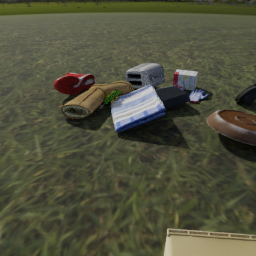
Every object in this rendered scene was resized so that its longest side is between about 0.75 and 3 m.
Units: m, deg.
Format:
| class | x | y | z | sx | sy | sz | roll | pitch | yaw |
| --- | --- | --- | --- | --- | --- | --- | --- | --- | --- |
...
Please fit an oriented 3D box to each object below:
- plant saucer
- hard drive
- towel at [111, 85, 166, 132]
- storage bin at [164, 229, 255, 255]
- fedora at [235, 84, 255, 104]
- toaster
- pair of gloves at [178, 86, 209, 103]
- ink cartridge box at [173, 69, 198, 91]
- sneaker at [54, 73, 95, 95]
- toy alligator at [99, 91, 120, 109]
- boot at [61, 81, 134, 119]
| class | x | y | z | sx | sy | sz | roll | pitch | yaw |
| --- | --- | --- | --- | --- | --- | --- | --- | --- | --- |
| plant saucer | 3.866 | -0.109 | 9.307 | 2.420 | 0.388 | 2.420 | 9 | 23 | -4 |
| hard drive | 1.436 | -1.232 | 11.613 | 1.966 | 0.416 | 1.326 | -17 | 32 | -15 |
| towel | 0.285 | -0.819 | 10.503 | 1.946 | 0.315 | 2.650 | -21 | 27 | 4 |
| storage bin | 1.625 | 2.691 | 3.718 | 2.337 | 1.103 | 2.354 | 3 | 28 | 4 |
| fedora | 5.085 | -1.341 | 11.741 | 1.129 | 1.129 | 0.516 | -18 | 66 | -31 |
| toaster | 0.746 | -2.481 | 13.430 | 1.216 | 1.070 | 1.882 | -26 | 28 | -36 |
| pair of gloves | 2.670 | -1.528 | 12.600 | 1.802 | 0.205 | 1.449 | 10 | 31 | 21 |
| ink cartridge box | 2.771 | -2.313 | 13.494 | 1.047 | 0.757 | 0.761 | 10 | 30 | 19 |
| sneaker | -2.792 | -2.102 | 13.221 | 1.358 | 0.921 | 2.351 | 11 | 16 | 36 |
| toy alligator | -0.753 | -1.186 | 11.297 | 1.108 | 0.301 | 0.329 | -40 | 73 | -9 |
| boot | -1.119 | -1.099 | 11.240 | 2.165 | 0.817 | 2.472 | -3 | 24 | 23 |
